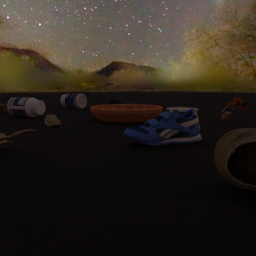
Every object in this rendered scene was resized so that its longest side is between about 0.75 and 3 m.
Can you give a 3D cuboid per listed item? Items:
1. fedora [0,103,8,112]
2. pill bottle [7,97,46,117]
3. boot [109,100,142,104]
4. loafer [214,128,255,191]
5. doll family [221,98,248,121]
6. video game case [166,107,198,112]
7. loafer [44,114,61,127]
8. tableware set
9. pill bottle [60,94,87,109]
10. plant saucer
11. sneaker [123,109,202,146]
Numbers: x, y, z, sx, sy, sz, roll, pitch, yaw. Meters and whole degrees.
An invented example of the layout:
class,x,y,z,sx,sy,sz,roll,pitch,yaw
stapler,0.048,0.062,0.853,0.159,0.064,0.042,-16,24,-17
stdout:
class,x,y,z,sx,sy,sz,roll,pitch,yaw
fedora,-5.608,-0.962,13.237,0.986,0.402,0.986,1,10,0
pill bottle,-4.053,-0.834,11.242,1.400,0.778,0.778,4,10,23
boot,0.121,-0.971,13.131,1.675,0.580,1.458,16,14,37
loafer,2.217,0.421,2.919,2.654,1.009,0.895,-7,6,29
doll family,3.448,-0.694,9.292,1.049,0.473,0.651,-27,-21,-3
video game case,2.673,-0.922,13.848,1.066,0.134,1.171,-5,10,-30
loafer,-2.428,-0.253,8.906,0.385,0.348,1.018,-6,11,-35
tableware set,-2.397,0.241,5.214,0.997,0.139,1.194,-18,-2,23
pill bottle,-2.968,-1.465,15.181,1.373,0.794,0.794,6,11,34
plant saucer,-0.059,-0.575,10.492,2.687,0.503,2.687,-1,8,0
sneaker,0.758,-0.031,6.201,1.856,0.764,0.686,-5,12,-20
